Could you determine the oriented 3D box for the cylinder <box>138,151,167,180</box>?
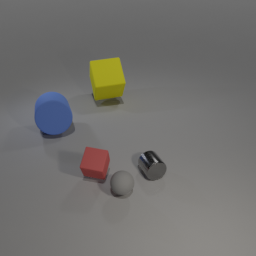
[{"bbox_3d":[0.771,1.191,8.953,0.700,0.700,0.700,-11,32,-18],"label":"cylinder"}]

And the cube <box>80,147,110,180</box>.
[{"bbox_3d":[-0.984,1.071,8.491,0.700,0.700,0.700,9,61,7],"label":"cube"}]

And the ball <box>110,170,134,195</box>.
[{"bbox_3d":[-0.165,1.570,8.038,0.700,0.700,0.700,0,30,0],"label":"ball"}]

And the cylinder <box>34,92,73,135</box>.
[{"bbox_3d":[-2.988,-0.612,11.168,1.400,1.400,1.400,-9,23,-15],"label":"cylinder"}]

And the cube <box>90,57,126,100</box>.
[{"bbox_3d":[-1.004,-2.305,13.280,1.400,1.400,1.400,-10,73,-11],"label":"cube"}]
